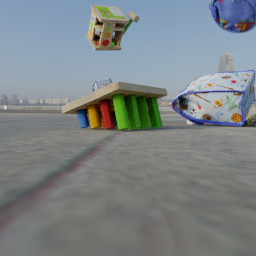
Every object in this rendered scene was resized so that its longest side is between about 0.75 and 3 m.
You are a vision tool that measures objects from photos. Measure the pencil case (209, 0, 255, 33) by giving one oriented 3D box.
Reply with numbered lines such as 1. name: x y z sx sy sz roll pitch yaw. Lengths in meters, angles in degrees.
1. pencil case: 1.996 -2.516 4.640 0.872 2.008 0.783 15 -24 31

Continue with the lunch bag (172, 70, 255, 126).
1. lunch bag: 2.921 -1.035 9.572 2.374 1.470 2.018 6 29 30

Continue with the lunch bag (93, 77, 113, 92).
1. lunch bag: -0.983 -1.564 10.793 0.669 0.487 0.787 -17 -14 -20

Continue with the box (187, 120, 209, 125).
1. box: 3.335 -0.361 10.588 2.267 0.470 0.439 -2 4 -14

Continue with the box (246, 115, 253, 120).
1. box: 5.582 -0.401 12.372 0.508 0.338 1.350 2 4 37

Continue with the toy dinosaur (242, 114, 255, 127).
1. toy dinosaur: 3.986 -0.331 8.306 0.787 0.424 1.787 -7 -16 -7

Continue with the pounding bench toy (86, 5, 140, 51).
1. pounding bench toy: -0.582 -4.071 11.701 1.945 1.517 1.208 -8 49 -27

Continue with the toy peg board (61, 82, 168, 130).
1. toy peg board: -0.267 -0.331 7.575 2.110 1.036 2.119 -17 -10 39
